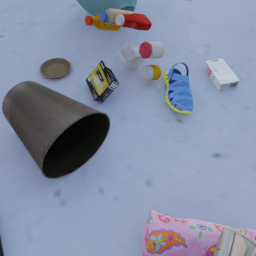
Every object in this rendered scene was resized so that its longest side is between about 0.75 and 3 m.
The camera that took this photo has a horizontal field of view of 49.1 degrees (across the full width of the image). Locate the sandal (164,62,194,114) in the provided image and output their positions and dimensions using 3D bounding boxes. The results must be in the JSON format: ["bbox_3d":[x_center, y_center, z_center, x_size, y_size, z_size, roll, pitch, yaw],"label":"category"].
[{"bbox_3d":[1.425,-1.163,7.700,0.700,0.767,1.762,4,52,-18],"label":"sandal"}]

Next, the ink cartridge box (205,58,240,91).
[{"bbox_3d":[2.792,-1.631,8.440,0.608,0.281,1.116,-11,51,-9],"label":"ink cartridge box"}]

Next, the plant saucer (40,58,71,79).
[{"bbox_3d":[-2.238,-1.830,8.687,0.966,0.142,0.966,0,50,0],"label":"plant saucer"}]

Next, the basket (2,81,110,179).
[{"bbox_3d":[-1.822,-0.140,6.553,2.129,1.448,1.919,34,58,29],"label":"basket"}]

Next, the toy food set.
[{"bbox_3d":[-0.051,-2.569,8.118,1.218,1.292,2.707,-13,65,-41],"label":"toy food set"}]

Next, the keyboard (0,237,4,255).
[{"bbox_3d":[-3.701,2.692,4.919,2.865,0.368,1.720,-21,47,-15],"label":"keyboard"}]

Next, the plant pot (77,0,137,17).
[{"bbox_3d":[-0.600,-4.583,9.518,2.436,2.436,1.640,-25,91,-19],"label":"plant pot"}]

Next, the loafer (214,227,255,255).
[{"bbox_3d":[1.396,2.471,3.855,0.682,0.780,2.170,17,55,17],"label":"loafer"}]

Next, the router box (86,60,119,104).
[{"bbox_3d":[-0.735,-1.281,7.802,0.792,0.263,1.007,-46,48,21],"label":"router box"}]

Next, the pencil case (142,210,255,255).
[{"bbox_3d":[1.329,2.114,5.058,2.123,0.928,0.928,8,52,6],"label":"pencil case"}]
